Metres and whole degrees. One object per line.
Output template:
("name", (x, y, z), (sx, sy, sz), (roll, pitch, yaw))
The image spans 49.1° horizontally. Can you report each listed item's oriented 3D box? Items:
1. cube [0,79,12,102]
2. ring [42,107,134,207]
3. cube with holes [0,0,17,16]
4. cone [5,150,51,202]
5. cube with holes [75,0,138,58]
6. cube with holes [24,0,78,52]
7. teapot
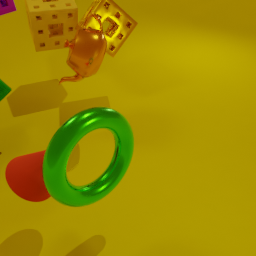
("cube", (-3.740, -1.052, 6.628), (1.106, 1.106, 1.106), (38, 80, 20))
("ring", (-0.564, 0.483, 4.496), (1.708, 1.708, 0.342), (-31, 40, -32))
("cube with holes", (-3.221, -2.835, 5.541), (1.199, 1.199, 1.199), (-35, 44, -30))
("cone", (-1.402, 0.596, 4.732), (0.942, 0.946, 0.942), (34, 30, -23))
("cube with holes", (-0.679, -3.012, 8.284), (1.195, 1.195, 1.195), (33, 9, -26))
("cube with holes", (-2.440, -3.500, 8.934), (1.378, 1.378, 1.378), (-13, 56, -18))
("teapot", (-1.083, -1.771, 6.630), (0.922, 1.882, 1.170), (19, 19, -20))
